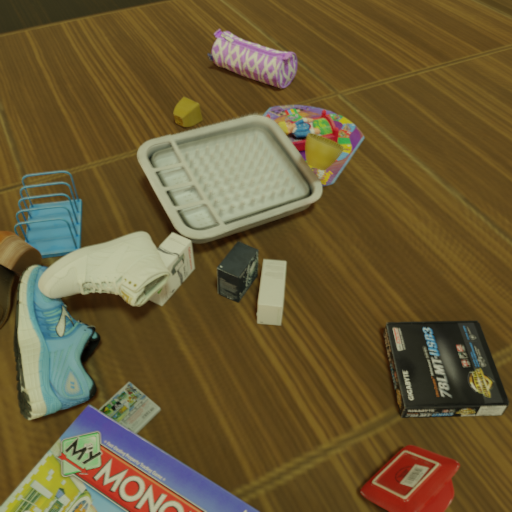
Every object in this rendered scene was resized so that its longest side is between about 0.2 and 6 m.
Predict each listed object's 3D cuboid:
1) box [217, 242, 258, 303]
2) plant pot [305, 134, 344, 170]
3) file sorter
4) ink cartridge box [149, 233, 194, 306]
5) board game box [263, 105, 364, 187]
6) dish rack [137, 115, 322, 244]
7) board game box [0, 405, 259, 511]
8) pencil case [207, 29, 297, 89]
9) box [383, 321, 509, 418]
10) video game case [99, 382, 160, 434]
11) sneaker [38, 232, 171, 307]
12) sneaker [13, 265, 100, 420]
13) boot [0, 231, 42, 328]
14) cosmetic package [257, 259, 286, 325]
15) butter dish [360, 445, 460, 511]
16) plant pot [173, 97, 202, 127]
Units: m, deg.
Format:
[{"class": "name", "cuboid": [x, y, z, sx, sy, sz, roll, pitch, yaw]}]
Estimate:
[{"class": "box", "cuboid": [-0.345, 0.308, 10.623, 0.493, 0.783, 0.796, 22, 51, 19]}, {"class": "plant pot", "cuboid": [1.344, -2.118, 11.611, 0.806, 0.572, 0.806, 18, 21, -7]}, {"class": "file sorter", "cuboid": [-4.300, -0.869, 11.595, 1.118, 0.988, 1.611, -8, 48, -7]}, {"class": "ink cartridge box", "cuboid": [-1.689, 0.245, 10.652, 0.475, 0.823, 1.132, 23, 51, 20]}, {"class": "board game box", "cuboid": [1.059, -3.028, 13.829, 2.774, 0.684, 3.511, 21, 51, 19]}, {"class": "dish rack", "cuboid": [-0.585, -1.635, 12.196, 3.403, 0.741, 2.921, -20, 59, -21]}, {"class": "board game box", "cuboid": [-1.398, 4.186, 7.043, 4.408, 0.642, 2.966, 23, 54, 21]}, {"class": "pencil case", "cuboid": [-0.072, -5.666, 16.015, 2.565, 1.097, 1.077, 26, 59, 21]}, {"class": "box", "cuboid": [3.122, 1.870, 9.426, 1.673, 0.419, 1.685, 0, 46, -1]}, {"class": "video game case", "cuboid": [-2.092, 2.535, 8.999, 0.756, 0.091, 0.829, 32, 57, 26]}, {"class": "sneaker", "cuboid": [-2.502, 0.426, 9.485, 2.080, 0.766, 1.202, -25, 58, -21]}, {"class": "sneaker", "cuboid": [-3.418, 1.401, 9.632, 1.346, 1.173, 2.992, 0, 46, -27]}, {"class": "boot", "cuboid": [-5.371, 0.508, 10.375, 1.933, 0.955, 2.489, 18, 68, 31]}, {"class": "cosmetic package", "cuboid": [0.288, 0.670, 10.414, 0.472, 0.598, 1.112, 5, 49, 2]}, {"class": "butter dish", "cuboid": [2.250, 3.347, 7.811, 1.129, 0.834, 1.126, -33, 10, -24]}, {"class": "plant pot", "cuboid": [-1.823, -3.667, 14.550, 0.558, 0.562, 0.575, 30, 63, 25]}]
